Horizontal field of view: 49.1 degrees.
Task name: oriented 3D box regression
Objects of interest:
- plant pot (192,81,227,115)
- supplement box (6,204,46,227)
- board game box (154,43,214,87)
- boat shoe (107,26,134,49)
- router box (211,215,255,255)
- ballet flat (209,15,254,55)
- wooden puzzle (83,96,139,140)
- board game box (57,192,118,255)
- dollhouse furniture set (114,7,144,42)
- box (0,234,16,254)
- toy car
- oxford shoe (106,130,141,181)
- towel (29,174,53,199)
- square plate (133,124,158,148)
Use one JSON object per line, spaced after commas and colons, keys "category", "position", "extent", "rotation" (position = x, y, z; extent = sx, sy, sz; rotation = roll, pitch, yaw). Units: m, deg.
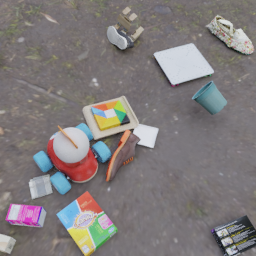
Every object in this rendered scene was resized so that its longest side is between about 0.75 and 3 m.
{"category": "plant pot", "position": [3.180, -1.101, 10.736], "extent": [0.993, 1.014, 1.014], "rotation": [46, 65, -3]}
{"category": "supplement box", "position": [-3.268, 2.819, 9.022], "extent": [1.059, 0.536, 0.547], "rotation": [5, 57, 4]}
{"category": "board game box", "position": [2.547, -2.952, 13.024], "extent": [2.105, 0.272, 2.105], "rotation": [-17, 59, -12]}
{"category": "boat shoe", "position": [-0.394, -4.435, 13.759], "extent": [0.594, 0.727, 1.968], "rotation": [-8, 38, -32]}
{"category": "router box", "position": [3.402, 3.399, 8.766], "extent": [1.251, 0.320, 0.933], "rotation": [-17, 58, -11]}
{"category": "ballet flat", "position": [5.083, -4.624, 13.790], "extent": [1.017, 0.860, 2.690], "rotation": [-35, 64, -21]}
{"category": "wooden puzzle", "position": [-0.730, -0.489, 11.277], "extent": [1.890, 0.352, 1.749], "rotation": [-19, 55, -12]}
{"category": "board game box", "position": [-1.319, 3.051, 8.994], "extent": [1.247, 0.329, 1.629], "rotation": [-35, 63, -21]}
{"category": "dollhouse furniture set", "position": [-0.042, -4.948, 13.835], "extent": [1.359, 1.191, 0.903], "rotation": [42, 61, -6]}
{"category": "box", "position": [-4.099, 3.472, 8.612], "extent": [1.083, 0.514, 0.421], "rotation": [11, 58, 9]}
{"category": "toy car", "position": [-1.984, 0.574, 9.396], "extent": [2.216, 2.405, 2.127], "rotation": [-36, 63, -22]}
{"category": "oxford shoe", "position": [-0.161, 1.053, 10.109], "extent": [0.755, 0.741, 2.082], "rotation": [27, 67, -1]}
{"category": "towel", "position": [-3.049, 2.032, 9.792], "extent": [0.738, 0.132, 0.766], "rotation": [-16, 57, -10]}
{"category": "square plate", "position": [0.643, 0.307, 10.941], "extent": [0.924, 0.131, 0.915], "rotation": [14, 57, 9]}
